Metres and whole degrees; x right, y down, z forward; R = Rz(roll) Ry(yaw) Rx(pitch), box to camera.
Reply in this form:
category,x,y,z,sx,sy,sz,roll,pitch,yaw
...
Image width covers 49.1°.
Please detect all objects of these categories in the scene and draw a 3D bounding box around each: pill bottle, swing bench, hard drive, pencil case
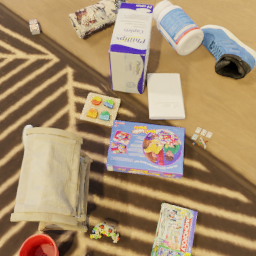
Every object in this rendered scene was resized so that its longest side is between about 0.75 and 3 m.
category,x,y,z,sx,sy,sz,roll,pitch,yaw
pill bottle,2.089,-4.431,12.202,1.332,1.332,2.373,-27,68,-13
swing bench,-2.101,1.663,8.463,1.670,2.575,2.561,0,64,0
hard drive,1.485,-1.286,11.190,1.346,0.259,2.041,0,63,-2
pencil case,-1.246,-5.034,12.613,2.857,1.111,1.278,-29,48,-14

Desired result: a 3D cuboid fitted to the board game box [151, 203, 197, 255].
category,x,y,z,sx,sy,sz,roll,pitch,yaw
board game box,1.478,3.388,8.901,1.169,0.253,1.738,13,64,7

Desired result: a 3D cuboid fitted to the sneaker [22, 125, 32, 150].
category,x,y,z,sx,sy,sz,roll,pitch,yaw
sneaker,-3.309,0.768,10.058,0.843,0.721,1.935,-12,71,-18

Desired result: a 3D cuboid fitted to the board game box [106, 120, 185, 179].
category,x,y,z,sx,sy,sz,roll,pitch,yaw
board game box,0.648,0.750,10.022,2.622,0.587,1.763,7,64,3

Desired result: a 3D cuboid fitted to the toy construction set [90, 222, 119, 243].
category,x,y,z,sx,sy,sz,roll,pitch,yaw
toy construction set,-0.704,3.302,8.787,0.921,0.424,0.604,15,104,6

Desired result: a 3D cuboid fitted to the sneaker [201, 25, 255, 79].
category,x,y,z,sx,sy,sz,roll,pitch,yaw
sneaker,3.888,-3.122,11.676,2.838,1.089,1.579,39,61,11

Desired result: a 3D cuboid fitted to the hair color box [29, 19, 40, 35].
category,x,y,z,sx,sy,sz,roll,pitch,yaw
hair color box,-4.322,-4.686,12.945,0.381,0.230,0.761,-16,65,-8

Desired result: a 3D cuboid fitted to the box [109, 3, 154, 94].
category,x,y,z,sx,sy,sz,roll,pitch,yaw
box,0.147,-3.057,10.930,1.332,2.334,2.538,7,62,4

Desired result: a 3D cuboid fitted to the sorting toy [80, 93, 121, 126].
category,x,y,z,sx,sy,sz,roll,pitch,yaw
sorting toy,-1.074,-0.765,10.976,1.357,0.247,1.256,11,64,6

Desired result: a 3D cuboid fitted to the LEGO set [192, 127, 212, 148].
category,x,y,z,sx,sy,sz,roll,pitch,yaw
LEGO set,2.726,0.401,10.490,0.602,0.198,0.806,25,59,19

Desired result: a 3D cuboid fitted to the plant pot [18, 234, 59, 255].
category,x,y,z,sx,sy,sz,roll,pitch,yaw
plant pot,-2.554,3.771,8.296,1.113,0.985,1.113,0,64,-1
